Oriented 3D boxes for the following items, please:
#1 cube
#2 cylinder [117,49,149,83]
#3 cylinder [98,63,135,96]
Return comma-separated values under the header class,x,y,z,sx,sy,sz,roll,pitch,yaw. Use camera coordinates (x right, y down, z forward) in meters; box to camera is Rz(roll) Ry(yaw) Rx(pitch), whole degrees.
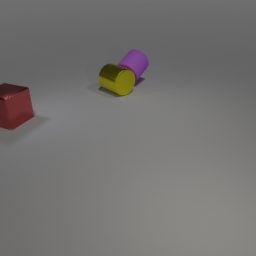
class,x,y,z,sx,sy,sz,roll,pitch,yaw
cube,-5.095,-0.952,11.894,1.400,1.400,1.400,12,32,21
cylinder,0.243,-3.449,15.723,1.400,1.400,1.400,18,56,28
cylinder,-0.593,-2.564,14.726,1.400,1.400,1.400,-26,38,-37
